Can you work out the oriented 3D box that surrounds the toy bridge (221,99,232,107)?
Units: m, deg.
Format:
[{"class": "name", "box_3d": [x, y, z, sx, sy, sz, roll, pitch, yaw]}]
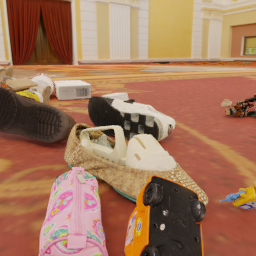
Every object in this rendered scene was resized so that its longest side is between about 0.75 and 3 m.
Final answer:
[{"class": "toy bridge", "box_3d": [3.818, -0.952, 10.787, 0.335, 0.136, 0.997, 7, 17, 23]}]

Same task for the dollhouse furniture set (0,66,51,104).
[{"class": "dollhouse furniture set", "box_3d": [-4.183, -1.686, 9.958, 2.019, 1.430, 2.198, 27, 26, 17]}]

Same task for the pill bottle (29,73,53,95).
[{"class": "pill bottle", "box_3d": [-3.835, -1.853, 12.434, 1.017, 1.017, 1.800, -4, 16, -14]}]

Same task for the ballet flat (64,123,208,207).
[{"class": "ballet flat", "box_3d": [-0.062, 0.448, 4.187, 2.669, 0.871, 0.941, 13, 16, 37]}]

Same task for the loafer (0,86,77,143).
[{"class": "loafer", "box_3d": [-2.348, -0.208, 6.617, 2.759, 1.008, 0.979, 21, -1, 26]}]

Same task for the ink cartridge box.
[{"class": "ink cartridge box", "box_3d": [-2.667, -1.800, 12.985, 1.394, 0.644, 2.558, -6, 15, -20]}]

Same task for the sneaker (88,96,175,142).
[{"class": "sneaker", "box_3d": [0.047, -0.236, 6.873, 2.406, 0.892, 1.065, 23, 26, 34]}]

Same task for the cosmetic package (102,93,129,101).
[{"class": "cosmetic package", "box_3d": [-0.349, -0.638, 8.076, 0.511, 0.711, 1.260, -13, 8, -15]}]

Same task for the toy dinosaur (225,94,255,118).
[{"class": "toy dinosaur", "box_3d": [3.661, -0.670, 8.854, 0.986, 0.742, 1.452, -7, 27, 47]}]

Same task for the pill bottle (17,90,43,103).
[{"class": "pill bottle", "box_3d": [-3.279, -0.793, 8.956, 0.780, 0.780, 1.392, 2, 16, 8]}]

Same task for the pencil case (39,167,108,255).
[{"class": "pencil case", "box_3d": [-0.565, 0.935, 2.942, 0.628, 0.628, 1.437, -2, 16, -8]}]

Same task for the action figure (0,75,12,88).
[{"class": "action figure", "box_3d": [-4.838, -1.363, 10.165, 0.764, 1.412, 1.460, 41, -7, -40]}]

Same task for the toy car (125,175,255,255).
[{"class": "toy car", "box_3d": [0.840, 1.115, 2.885, 2.145, 1.052, 0.714, 10, -36, -32]}]
